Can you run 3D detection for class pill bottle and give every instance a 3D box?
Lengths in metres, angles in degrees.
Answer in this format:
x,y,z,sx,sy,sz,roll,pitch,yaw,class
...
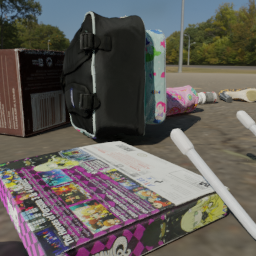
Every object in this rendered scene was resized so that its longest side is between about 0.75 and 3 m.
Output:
x,y,z,sx,sy,sz,roll,pitch,yaw,class
3.258,-1.268,11.814,0.869,0.495,0.495,-6,14,-23,pill bottle

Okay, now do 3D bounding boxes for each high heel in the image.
x,y,z,sx,sy,sz,roll,pitch,yaw,class
5.099,-1.582,12.686,1.846,0.659,1.316,-9,20,1,high heel

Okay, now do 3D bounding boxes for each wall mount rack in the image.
x,y,z,sx,sy,sz,roll,pitch,yaw,class
1.916,0.563,2.899,2.817,1.050,2.448,-12,17,-43,wall mount rack

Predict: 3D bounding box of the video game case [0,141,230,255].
x,y,z,sx,sy,sz,roll,pitch,yaw,class
-0.356,0.744,3.485,2.088,0.412,2.304,-9,16,-34,video game case

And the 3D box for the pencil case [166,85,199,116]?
x,y,z,sx,sy,sz,roll,pitch,yaw,class
1.260,-0.903,9.217,2.293,1.002,1.002,-8,15,-34,pencil case

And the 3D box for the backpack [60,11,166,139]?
x,y,z,sx,sy,sz,roll,pitch,yaw,class
-0.486,-1.122,6.667,2.249,2.652,2.987,-3,4,-27,backpack

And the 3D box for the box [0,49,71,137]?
x,y,z,sx,sy,sz,roll,pitch,yaw,class
-3.107,-1.043,7.557,2.466,2.025,2.046,5,14,22,box
